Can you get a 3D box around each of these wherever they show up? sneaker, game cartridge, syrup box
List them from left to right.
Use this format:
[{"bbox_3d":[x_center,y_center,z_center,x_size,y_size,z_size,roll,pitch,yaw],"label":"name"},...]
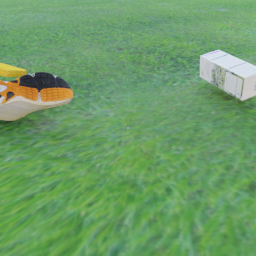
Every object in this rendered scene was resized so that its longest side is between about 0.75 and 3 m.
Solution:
[{"bbox_3d":[-4.666,-2.063,9.456,2.011,0.326,1.773,16,11,-1],"label":"game cartridge"},{"bbox_3d":[-3.140,-0.839,8.481,2.932,1.349,1.110,-4,61,-10],"label":"sneaker"},{"bbox_3d":[3.550,-1.915,9.843,0.915,0.885,2.247,-21,39,-16],"label":"syrup box"}]
